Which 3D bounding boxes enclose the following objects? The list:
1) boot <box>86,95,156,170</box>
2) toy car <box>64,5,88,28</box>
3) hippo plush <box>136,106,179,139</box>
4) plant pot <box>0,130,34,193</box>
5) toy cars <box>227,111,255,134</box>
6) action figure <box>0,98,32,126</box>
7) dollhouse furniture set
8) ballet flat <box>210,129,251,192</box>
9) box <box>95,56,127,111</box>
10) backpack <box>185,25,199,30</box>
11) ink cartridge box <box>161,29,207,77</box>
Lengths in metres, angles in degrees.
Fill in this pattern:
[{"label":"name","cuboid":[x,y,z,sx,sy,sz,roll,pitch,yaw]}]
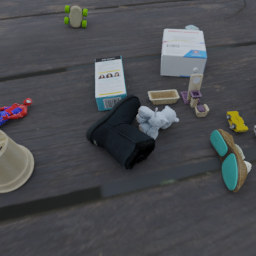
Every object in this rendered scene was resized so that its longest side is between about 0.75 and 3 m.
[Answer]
[{"label":"boot","cuboid":[0.140,0.095,9.541,2.158,0.981,2.568,30,58,33]},{"label":"toy car","cuboid":[-3.060,-6.826,16.921,1.289,1.238,1.569,8,32,-6]},{"label":"hippo plush","cuboid":[1.081,-0.422,9.948,1.166,1.450,1.155,-27,71,-37]},{"label":"plant pot","cuboid":[-3.769,0.852,8.116,1.644,1.505,1.644,0,58,0]},{"label":"toy cars","cuboid":[4.349,0.105,9.992,2.030,0.449,0.910,33,52,26]},{"label":"action figure","cuboid":[-4.684,-0.418,10.426,0.857,0.677,2.621,27,47,29]},{"label":"dollhouse furniture set","cuboid":[1.932,-1.410,10.799,2.111,1.498,1.672,-5,43,-5]},{"label":"ballet flat","cuboid":[3.357,0.998,8.900,0.879,0.824,2.429,13,37,-14]},{"label":"box","cuboid":[-0.744,-1.979,11.895,1.215,0.726,2.953,-7,43,1]},{"label":"backpack","cuboid":[3.432,-5.257,15.536,0.934,0.703,0.829,-26,48,-18]},{"label":"ink cartridge box","cuboid":[2.605,-3.641,13.430,1.955,1.145,2.705,5,45,5]}]
